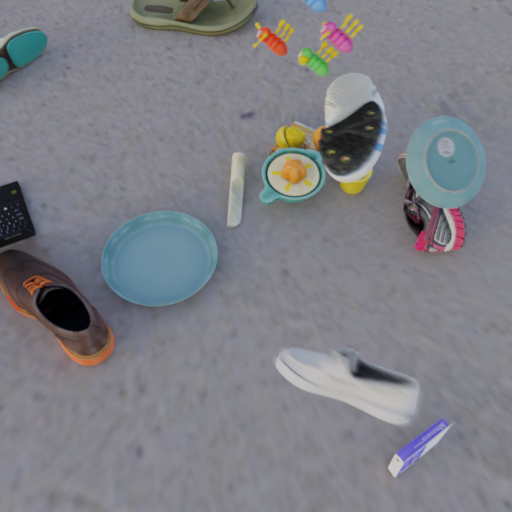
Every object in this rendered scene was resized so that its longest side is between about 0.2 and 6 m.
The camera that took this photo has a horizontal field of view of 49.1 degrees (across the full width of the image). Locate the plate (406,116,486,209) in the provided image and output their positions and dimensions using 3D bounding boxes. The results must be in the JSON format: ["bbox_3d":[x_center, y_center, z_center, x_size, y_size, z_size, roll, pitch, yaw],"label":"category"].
[{"bbox_3d":[3.220,-1.569,9.330,1.559,0.199,1.559,0,90,-16],"label":"plate"}]

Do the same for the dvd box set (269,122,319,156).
[{"bbox_3d":[0.933,-2.392,12.223,0.862,0.173,1.179,27,59,17],"label":"dvd box set"}]

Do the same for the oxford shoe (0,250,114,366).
[{"bbox_3d":[-3.539,0.616,9.561,2.903,1.053,1.033,34,61,21],"label":"oxford shoe"}]

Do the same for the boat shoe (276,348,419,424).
[{"bbox_3d":[0.986,1.292,6.179,1.610,0.529,0.579,21,26,27],"label":"boat shoe"}]

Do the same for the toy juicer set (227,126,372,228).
[{"bbox_3d":[0.623,-1.893,11.371,3.097,0.843,1.970,-16,64,-9],"label":"toy juicer set"}]

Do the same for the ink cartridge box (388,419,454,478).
[{"bbox_3d":[2.378,2.751,8.130,0.934,0.943,0.205,-29,60,-19],"label":"ink cartridge box"}]

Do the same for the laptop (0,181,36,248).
[{"bbox_3d":[-5.361,-0.599,10.307,2.147,1.251,2.423,-22,58,-15],"label":"laptop"}]

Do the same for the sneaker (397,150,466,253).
[{"bbox_3d":[3.225,-1.147,10.874,0.894,0.965,2.394,-10,56,-4],"label":"sneaker"}]

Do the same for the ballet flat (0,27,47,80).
[{"bbox_3d":[-6.188,-4.821,13.519,0.797,0.862,2.556,26,58,17],"label":"ballet flat"}]

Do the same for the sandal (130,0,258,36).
[{"bbox_3d":[-1.657,-6.552,14.661,3.411,0.973,1.355,1,55,1],"label":"sandal"}]

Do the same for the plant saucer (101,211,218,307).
[{"bbox_3d":[-1.777,0.068,10.424,2.135,0.292,2.135,0,55,-1],"label":"plant saucer"}]

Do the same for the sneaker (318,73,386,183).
[{"bbox_3d":[1.447,-1.762,8.047,0.958,0.966,2.666,-14,34,20],"label":"sneaker"}]

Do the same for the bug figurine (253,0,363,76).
[{"bbox_3d":[0.918,-4.064,10.205,1.665,2.147,0.552,33,68,-14],"label":"bug figurine"}]
